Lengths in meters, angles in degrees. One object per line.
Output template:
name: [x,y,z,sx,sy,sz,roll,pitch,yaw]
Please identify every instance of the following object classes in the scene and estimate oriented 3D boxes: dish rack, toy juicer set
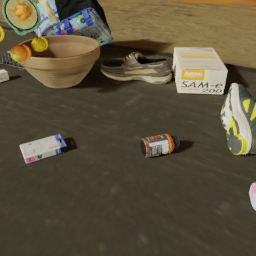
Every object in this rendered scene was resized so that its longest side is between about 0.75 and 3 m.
dish rack: [-4.251,-2.963,11.412,2.243,0.612,1.721,15,35,22]
toy juicer set: [-2.581,-2.822,7.405,0.641,1.498,2.356,3,60,51]

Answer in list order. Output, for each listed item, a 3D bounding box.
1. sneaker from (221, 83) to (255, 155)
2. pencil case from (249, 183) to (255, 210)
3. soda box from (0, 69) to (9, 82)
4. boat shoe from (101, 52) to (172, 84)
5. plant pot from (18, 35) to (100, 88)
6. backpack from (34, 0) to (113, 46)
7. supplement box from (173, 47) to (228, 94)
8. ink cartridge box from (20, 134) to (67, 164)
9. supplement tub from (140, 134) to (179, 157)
sneaker: [2.993,-0.204,6.960,1.077,0.948,2.545,10,42,5]
pencil case: [2.808,1.211,4.947,1.207,0.502,0.547,-1,12,0]
soda box: [-4.713,-1.738,9.756,1.001,0.319,0.341,-28,42,-35]
boat shoe: [0.290,-2.243,9.954,2.586,0.948,0.963,7,33,11]
plant pot: [-2.332,-2.231,9.636,2.775,1.281,2.775,0,33,0]
backpack: [-2.461,-4.204,11.617,2.988,2.010,2.728,-20,-12,11]
supplement box: [2.389,-2.054,9.730,1.487,0.867,2.359,2,33,4]
ink cartridge box: [-1.931,0.460,6.428,0.949,0.199,0.566,-19,37,-22]
supplement tub: [0.725,0.380,6.324,0.832,0.445,0.445,-10,34,-16]
